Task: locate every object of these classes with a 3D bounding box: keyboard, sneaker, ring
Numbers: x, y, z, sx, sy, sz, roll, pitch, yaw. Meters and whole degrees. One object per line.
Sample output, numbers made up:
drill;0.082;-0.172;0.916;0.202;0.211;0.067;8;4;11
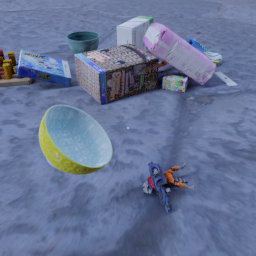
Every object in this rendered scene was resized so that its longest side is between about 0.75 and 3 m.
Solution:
keyboard;4.086;-2.080;11.812;0.379;0.072;1.347;-5;36;-16
sneaker;3.260;-3.413;12.659;2.353;1.236;0.891;-11;37;-14
ring;1.090;-3.138;12.793;2.054;0.197;2.054;-11;32;7

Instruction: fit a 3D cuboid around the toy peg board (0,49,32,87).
toy peg board;-5.192;-2.659;11.774;2.111;1.037;2.119;-7;36;-9

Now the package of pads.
package of pads;2.001;-2.954;11.046;2.802;1.060;1.689;27;24;-22

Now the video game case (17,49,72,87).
video game case;-3.387;-2.454;11.392;1.991;0.452;1.804;10;29;-25

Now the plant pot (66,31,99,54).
plant pot;-2.138;-3.965;13.613;1.557;1.043;1.557;0;35;0

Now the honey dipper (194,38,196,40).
honey dipper;3.483;-4.678;15.313;0.269;0.269;1.416;15;36;20

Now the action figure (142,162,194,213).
action figure;0.926;1.401;6.626;1.183;0.640;1.223;-10;63;-3

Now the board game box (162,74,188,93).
board game box;1.842;-1.760;10.987;0.902;0.473;0.465;12;37;17

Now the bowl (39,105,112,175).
bowl;-1.074;0.344;5.130;1.428;0.769;1.428;34;29;-22

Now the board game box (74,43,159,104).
board game box;-0.454;-2.210;10.928;2.589;1.254;2.064;-20;40;-27

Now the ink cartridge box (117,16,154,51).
ink cartridge box;0.382;-4.476;13.862;0.909;1.568;2.165;18;40;26
